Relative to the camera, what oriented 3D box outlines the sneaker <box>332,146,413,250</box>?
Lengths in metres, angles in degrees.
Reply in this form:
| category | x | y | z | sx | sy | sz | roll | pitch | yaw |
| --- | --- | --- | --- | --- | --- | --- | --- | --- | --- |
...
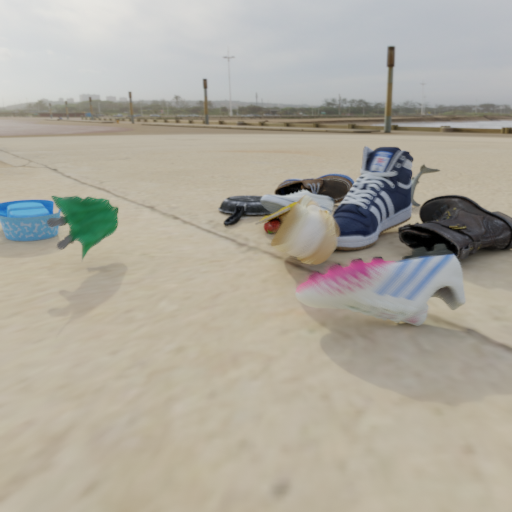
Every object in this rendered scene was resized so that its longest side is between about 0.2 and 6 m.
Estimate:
| category | x | y | z | sx | sy | sz | roll | pitch | yaw |
| --- | --- | --- | --- | --- | --- | --- | --- | --- | --- |
| sneaker | 2.175 | -1.217 | 10.934 | 1.045 | 1.618 | 2.983 | 16 | 28 | 36 |

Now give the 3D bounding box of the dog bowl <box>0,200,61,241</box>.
| category | x | y | z | sx | sy | sz | roll | pitch | yaw |
| --- | --- | --- | --- | --- | --- | --- | --- | --- | --- |
| dog bowl | -4.757 | -0.759 | 11.698 | 1.189 | 0.529 | 2.134 | -8 | 17 | -27 |

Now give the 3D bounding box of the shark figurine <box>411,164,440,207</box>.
| category | x | y | z | sx | sy | sz | roll | pitch | yaw |
| --- | --- | --- | --- | --- | --- | --- | --- | --- | --- |
| shark figurine | 4.131 | -1.634 | 14.572 | 0.641 | 1.537 | 0.918 | 36 | -20 | -5 |

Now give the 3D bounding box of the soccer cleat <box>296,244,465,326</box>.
| category | x | y | z | sx | sy | sz | roll | pitch | yaw |
| --- | --- | --- | --- | --- | --- | --- | --- | --- | --- |
| soccer cleat | 1.544 | 0.466 | 6.744 | 2.073 | 0.895 | 0.724 | -12 | -15 | -6 |

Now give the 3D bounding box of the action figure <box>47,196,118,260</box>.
| category | x | y | z | sx | sy | sz | roll | pitch | yaw |
| --- | --- | --- | --- | --- | --- | --- | --- | --- | --- |
| action figure | -2.833 | -0.601 | 9.598 | 0.514 | 1.111 | 1.881 | -16 | 10 | 16 |

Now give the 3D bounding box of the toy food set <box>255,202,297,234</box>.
| category | x | y | z | sx | sy | sz | roll | pitch | yaw |
| --- | --- | --- | --- | --- | --- | --- | --- | --- | --- |
| toy food set | 0.550 | -0.713 | 11.767 | 0.903 | 0.501 | 1.535 | -24 | 6 | 16 |

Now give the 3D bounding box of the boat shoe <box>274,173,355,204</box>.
| category | x | y | z | sx | sy | sz | roll | pitch | yaw |
| --- | --- | --- | --- | --- | --- | --- | --- | --- | --- |
| boat shoe | 1.503 | -1.656 | 14.707 | 2.238 | 0.808 | 0.810 | -1 | 17 | 35 |

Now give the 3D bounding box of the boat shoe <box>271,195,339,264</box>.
| category | x | y | z | sx | sy | sz | roll | pitch | yaw |
| --- | --- | --- | --- | --- | --- | --- | --- | --- | --- |
| boat shoe | 0.895 | -0.345 | 9.371 | 0.963 | 1.026 | 2.784 | 33 | 14 | 1 |

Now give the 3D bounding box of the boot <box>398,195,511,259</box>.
| category | x | y | z | sx | sy | sz | roll | pitch | yaw |
| --- | --- | --- | --- | --- | --- | --- | --- | --- | --- |
| boot | 3.407 | -0.543 | 10.321 | 2.110 | 0.839 | 2.424 | -9 | 20 | -31 |

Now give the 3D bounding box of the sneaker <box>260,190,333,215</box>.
| category | x | y | z | sx | sy | sz | roll | pitch | yaw |
| --- | --- | --- | --- | --- | --- | --- | --- | --- | --- |
| sneaker | 0.961 | -1.196 | 12.846 | 1.727 | 0.631 | 0.611 | 15 | 63 | 23 |

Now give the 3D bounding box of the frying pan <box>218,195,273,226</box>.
| category | x | y | z | sx | sy | sz | roll | pitch | yaw |
| --- | --- | --- | --- | --- | --- | --- | --- | --- | --- |
| frying pan | -0.468 | -1.165 | 13.558 | 1.587 | 0.427 | 2.624 | 11 | 15 | 35 |
